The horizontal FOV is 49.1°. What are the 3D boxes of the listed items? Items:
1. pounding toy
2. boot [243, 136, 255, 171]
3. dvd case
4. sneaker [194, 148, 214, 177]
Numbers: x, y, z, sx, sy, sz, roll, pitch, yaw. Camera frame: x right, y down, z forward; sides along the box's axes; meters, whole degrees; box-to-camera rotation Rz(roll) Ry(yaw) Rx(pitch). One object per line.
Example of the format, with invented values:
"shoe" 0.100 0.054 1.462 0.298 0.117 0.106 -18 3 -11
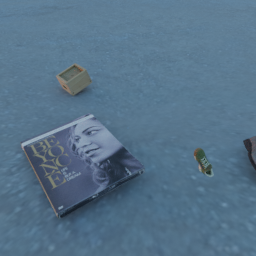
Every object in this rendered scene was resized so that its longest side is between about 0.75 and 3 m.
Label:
"pounding toy" -2.014 -1.870 10.781 1.094 0.845 1.188 -38 44 -16
"boot" 3.571 0.576 7.025 1.019 0.540 1.548 -30 31 25
"dvd case" -1.301 0.710 7.242 2.229 0.239 2.998 -25 40 -22
"sneaker" 1.770 0.808 6.387 0.275 0.820 0.368 -35 40 -11
